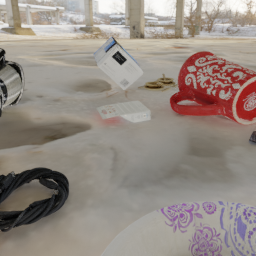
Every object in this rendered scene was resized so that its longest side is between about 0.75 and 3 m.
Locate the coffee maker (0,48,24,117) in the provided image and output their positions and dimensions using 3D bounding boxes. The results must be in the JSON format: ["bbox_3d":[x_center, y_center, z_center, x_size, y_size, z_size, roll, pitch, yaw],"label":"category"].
[{"bbox_3d":[-4.486,-0.981,7.660,2.668,1.871,2.778,-10,22,-1],"label":"coffee maker"}]

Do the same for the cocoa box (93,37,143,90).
[{"bbox_3d":[-0.188,-1.252,5.446,0.804,0.536,0.527,37,20,-39],"label":"cocoa box"}]

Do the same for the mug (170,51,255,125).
[{"bbox_3d":[2.705,-0.980,8.397,1.706,2.270,2.557,30,9,-31],"label":"mug"}]

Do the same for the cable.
[{"bbox_3d":[-1.509,1.065,4.240,1.200,0.373,1.470,2,18,-9],"label":"cable"}]

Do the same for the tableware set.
[{"bbox_3d":[1.389,-1.980,12.037,1.252,0.380,1.894,13,25,31],"label":"tableware set"}]

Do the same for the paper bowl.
[{"bbox_3d":[0.756,1.535,1.848,2.106,1.095,2.106,0,21,0],"label":"paper bowl"}]

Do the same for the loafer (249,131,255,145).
[{"bbox_3d":[3.242,0.157,6.554,0.991,0.312,0.356,-12,24,-28],"label":"loafer"}]

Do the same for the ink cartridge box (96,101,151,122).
[{"bbox_3d":[-0.152,-0.429,8.184,1.374,0.325,1.100,-11,24,-12],"label":"ink cartridge box"}]
